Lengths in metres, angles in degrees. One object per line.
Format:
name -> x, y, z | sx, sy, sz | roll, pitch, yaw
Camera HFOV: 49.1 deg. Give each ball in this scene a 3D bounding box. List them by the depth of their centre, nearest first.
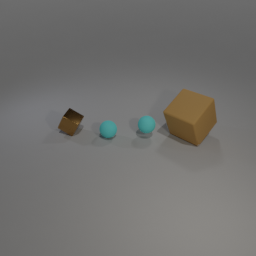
ball -> 0.738, -0.138, 11.076 | 0.700, 0.700, 0.700 | 0, 32, 0
ball -> -0.789, 0.047, 11.179 | 0.700, 0.700, 0.700 | 0, 32, 0

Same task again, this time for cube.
cube -> 2.444, -0.427, 10.917 | 1.400, 1.400, 1.400 | 27, 66, 37
cube -> -2.338, -0.244, 11.478 | 0.700, 0.700, 0.700 | 30, 37, -6
